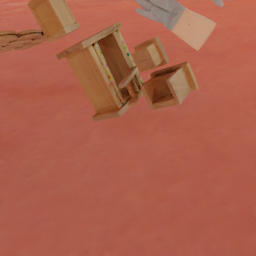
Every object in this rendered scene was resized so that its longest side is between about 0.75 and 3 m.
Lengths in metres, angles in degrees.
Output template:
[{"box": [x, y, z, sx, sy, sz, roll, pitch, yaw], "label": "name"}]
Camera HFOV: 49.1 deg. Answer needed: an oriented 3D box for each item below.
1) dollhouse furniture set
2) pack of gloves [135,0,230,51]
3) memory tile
[{"box": [-0.098, -1.821, 5.634, 2.437, 2.756, 1.532, -8, 28, 42], "label": "dollhouse furniture set"}, {"box": [1.824, -4.462, 9.311, 2.991, 2.513, 0.590, 28, 27, -10], "label": "pack of gloves"}, {"box": [-2.745, -2.111, 6.830, 1.714, 0.188, 2.236, -22, 16, -38], "label": "memory tile"}]
